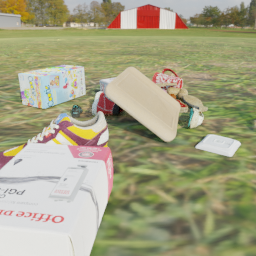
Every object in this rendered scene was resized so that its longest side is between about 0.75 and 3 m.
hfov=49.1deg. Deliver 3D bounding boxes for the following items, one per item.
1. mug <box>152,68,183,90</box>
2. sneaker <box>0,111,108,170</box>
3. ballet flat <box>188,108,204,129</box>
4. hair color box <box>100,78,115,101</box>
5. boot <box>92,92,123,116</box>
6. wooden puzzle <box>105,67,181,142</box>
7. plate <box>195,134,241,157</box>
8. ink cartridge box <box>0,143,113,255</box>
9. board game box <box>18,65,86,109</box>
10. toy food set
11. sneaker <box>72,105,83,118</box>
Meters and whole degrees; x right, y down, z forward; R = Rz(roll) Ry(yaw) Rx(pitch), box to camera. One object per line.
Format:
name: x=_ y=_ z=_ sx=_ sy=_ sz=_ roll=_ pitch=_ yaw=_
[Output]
mug: x=1.843 y=-2.174 z=12.829 sx=1.256 sy=1.115 sz=0.838 roll=17 pitch=10 yaw=26
sneaker: x=-1.789 y=0.263 z=6.592 sx=2.723 sy=1.227 sz=1.021 roll=-11 pitch=25 yaw=-25
ballet flat: x=2.235 y=-0.341 z=9.112 sx=0.454 sy=0.491 sz=1.455 roll=15 pitch=25 yaw=9
hair color box: x=-0.040 y=-1.484 z=11.468 sx=1.230 sy=0.753 sz=2.484 roll=-16 pitch=28 yaw=-29
boot: x=-0.678 y=-0.891 z=10.370 sx=1.124 sy=0.564 sz=1.559 roll=0 pitch=30 yaw=0
wooden puzzle: x=0.555 y=-0.799 z=8.643 sx=2.339 sy=0.471 sz=2.528 roll=37 pitch=30 yaw=-4
plate: x=2.468 y=0.424 z=7.631 sx=0.981 sy=0.159 sz=0.979 roll=15 pitch=26 yaw=32
ink cartridge box: x=-1.313 y=1.207 z=4.603 sx=1.741 sy=0.983 sz=2.376 roll=3 pitch=22 yaw=7
board game box: x=-3.019 y=-1.765 z=11.484 sx=1.252 sy=1.275 sz=2.430 roll=12 pitch=24 yaw=29
toy food set: x=1.837 y=-1.125 z=11.169 sx=1.641 sy=0.407 sz=2.582 roll=-5 pitch=31 yaw=-14
sneaker: x=-1.815 y=-0.677 z=10.052 sx=0.352 sy=0.371 sz=0.935 roll=-4 pitch=21 yaw=-4
